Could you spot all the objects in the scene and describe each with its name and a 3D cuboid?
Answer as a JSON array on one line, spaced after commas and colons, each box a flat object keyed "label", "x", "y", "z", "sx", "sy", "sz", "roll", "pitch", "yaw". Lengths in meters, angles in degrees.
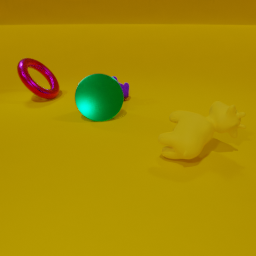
[{"label": "cone", "x": -1.021, "y": -0.908, "z": 9.600, "sx": 1.547, "sy": 1.547, "sz": 1.553, "roll": -4, "pitch": -4, "yaw": -10}, {"label": "cow figurine", "x": 1.704, "y": 0.071, "z": 6.341, "sx": 1.665, "sy": 0.929, "sz": 1.692, "roll": 5, "pitch": 42, "yaw": 31}, {"label": "ring", "x": -3.488, "y": -1.945, "z": 11.024, "sx": 0.380, "sy": 1.902, "sz": 1.902, "roll": -36, "pitch": 11, "yaw": 23}, {"label": "cow figurine", "x": -0.518, "y": -1.308, "z": 10.560, "sx": 1.314, "sy": 0.721, "sz": 1.293, "roll": 21, "pitch": 49, "yaw": -28}]
